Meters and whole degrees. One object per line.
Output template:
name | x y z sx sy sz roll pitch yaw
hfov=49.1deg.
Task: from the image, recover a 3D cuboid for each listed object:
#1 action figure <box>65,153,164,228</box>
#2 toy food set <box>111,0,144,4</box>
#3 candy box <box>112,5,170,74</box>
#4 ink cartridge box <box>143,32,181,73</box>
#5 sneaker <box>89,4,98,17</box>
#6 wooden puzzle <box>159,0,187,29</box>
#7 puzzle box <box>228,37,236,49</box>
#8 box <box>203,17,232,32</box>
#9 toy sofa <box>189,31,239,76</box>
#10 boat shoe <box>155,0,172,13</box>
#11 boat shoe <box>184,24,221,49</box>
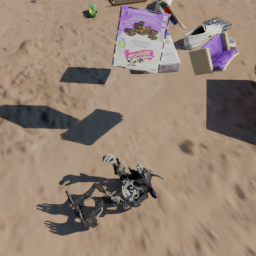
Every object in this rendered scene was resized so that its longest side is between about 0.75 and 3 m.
action figure | -0.175 1.146 5.520 1.917 0.978 1.140 -26 41 -20
toy food set | -0.140 -6.384 12.728 1.618 0.681 2.254 -14 48 -13
candy box | 0.246 -1.833 5.889 1.020 1.216 0.435 8 18 -6
ink cartridge box | 0.962 -2.574 9.367 1.170 0.412 1.961 -4 50 -4
sneaker | -1.417 -4.839 11.590 0.348 0.319 0.817 4 56 -6
wooden puzzle | 1.100 -2.989 7.325 0.214 0.923 0.855 -39 28 19
puzzle box | 3.334 -3.047 9.997 0.955 0.121 0.635 7 47 6
box | 3.435 -3.973 10.813 0.794 0.197 0.788 -28 53 -24
toy sofa | 1.772 -1.540 5.666 0.602 0.511 1.234 -2 29 39
boat shoe | 1.523 -5.518 12.030 0.571 0.521 1.586 18 49 16
boat shoe | 2.645 -3.388 9.899 1.669 0.548 0.600 -28 47 -14
